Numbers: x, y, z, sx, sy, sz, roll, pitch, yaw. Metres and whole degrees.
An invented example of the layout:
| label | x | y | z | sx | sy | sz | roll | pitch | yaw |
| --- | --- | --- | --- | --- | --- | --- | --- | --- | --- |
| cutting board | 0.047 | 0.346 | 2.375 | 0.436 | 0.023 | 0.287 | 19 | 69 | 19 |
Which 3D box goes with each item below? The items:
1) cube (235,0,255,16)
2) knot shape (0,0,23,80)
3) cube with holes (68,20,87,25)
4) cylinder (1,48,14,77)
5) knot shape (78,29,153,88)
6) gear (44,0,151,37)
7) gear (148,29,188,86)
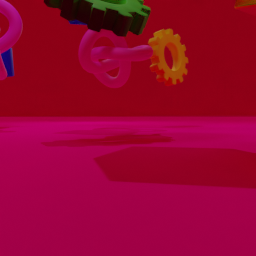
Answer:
| label | x | y | z | sx | sy | sz | roll | pitch | yaw |
| --- | --- | --- | --- | --- | --- | --- | --- | --- | --- |
| cube | 3.670 | -3.554 | 7.044 | 1.210 | 1.210 | 1.210 | 2 | 14 | -30 |
| knot shape | -3.841 | -2.328 | 7.574 | 1.952 | 2.086 | 0.964 | -1 | -4 | 32 |
| cube with holes | -1.089 | -3.687 | 7.665 | 1.187 | 1.187 | 1.187 | 16 | -31 | 32 |
| cylinder | -4.116 | -2.085 | 8.855 | 0.901 | 0.901 | 0.901 | 0 | 13 | 0 |
| knot shape | -0.468 | -1.871 | 7.824 | 2.056 | 0.950 | 1.924 | 3 | -24 | -23 |
| gear | -0.525 | -2.212 | 4.905 | 1.839 | 0.340 | 1.839 | 15 | 38 | -12 |
| gear | 1.500 | -2.582 | 10.295 | 1.989 | 1.989 | 0.368 | -2 | -2 | -45 |
